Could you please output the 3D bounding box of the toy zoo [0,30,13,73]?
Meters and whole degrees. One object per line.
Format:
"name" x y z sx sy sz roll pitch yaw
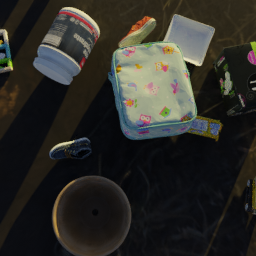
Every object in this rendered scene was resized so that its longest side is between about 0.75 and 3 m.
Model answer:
"toy zoo" -4.498 -2.594 9.271 1.101 0.172 1.677 -13 80 -2

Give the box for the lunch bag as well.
"lunch bag" 0.643 -1.143 8.326 2.311 1.111 2.882 -10 68 1

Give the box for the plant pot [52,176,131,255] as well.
"plant pot" -0.970 2.438 7.944 2.141 0.988 2.141 0 80 1

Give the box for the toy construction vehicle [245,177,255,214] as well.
"toy construction vehicle" 4.800 1.809 7.899 2.504 1.013 2.876 12 72 9

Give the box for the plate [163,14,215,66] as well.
"plate" 1.955 -2.884 9.293 1.457 0.236 1.454 21 81 4

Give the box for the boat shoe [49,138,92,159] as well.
"boat shoe" -1.726 0.720 8.397 1.289 0.456 0.585 -21 35 -5

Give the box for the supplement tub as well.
"supplement tub" -1.880 -2.494 8.623 1.393 1.393 1.985 25 80 4

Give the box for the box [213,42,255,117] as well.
"box" 3.634 -1.480 8.561 1.408 1.179 1.896 -12 81 -2

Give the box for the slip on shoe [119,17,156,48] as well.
"slip on shoe" 0.258 -3.117 9.225 1.514 0.561 0.463 -43 64 -9

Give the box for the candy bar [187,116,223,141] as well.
"candy bar" 1.475 -0.212 8.691 2.915 0.323 0.727 13 69 6
